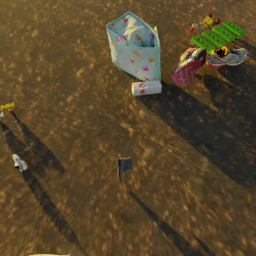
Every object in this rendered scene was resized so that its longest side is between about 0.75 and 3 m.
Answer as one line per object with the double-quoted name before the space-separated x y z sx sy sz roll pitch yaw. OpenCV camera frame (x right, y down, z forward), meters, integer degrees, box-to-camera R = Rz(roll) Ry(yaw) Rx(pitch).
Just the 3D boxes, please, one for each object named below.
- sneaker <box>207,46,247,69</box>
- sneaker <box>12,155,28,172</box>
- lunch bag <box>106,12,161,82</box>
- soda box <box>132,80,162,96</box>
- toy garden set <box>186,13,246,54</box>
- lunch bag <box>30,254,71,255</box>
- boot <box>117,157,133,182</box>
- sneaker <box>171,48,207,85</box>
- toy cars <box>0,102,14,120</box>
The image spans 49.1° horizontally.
"sneaker" 4.841 -3.473 13.457 2.069 0.850 0.805 -17 54 -13
"sneaker" -4.004 1.273 10.150 0.787 0.298 0.345 33 60 24
"lunch bag" 0.496 -3.450 12.506 1.646 2.299 2.699 -40 62 -18
"soda box" 0.830 -1.774 12.430 1.266 0.403 0.431 -7 53 -5
"toy garden set" 4.377 -4.990 14.860 2.751 0.549 2.293 -30 60 -20
"lunch bag" -2.093 4.234 7.564 1.867 0.770 1.501 1 54 1
"boot" -0.087 1.455 9.829 0.567 0.300 0.861 -1 88 -15
"sneaker" 2.712 -2.874 12.986 0.976 1.054 2.613 18 46 32
"toy cars" -5.200 -0.641 11.665 0.525 0.259 1.172 25 59 23
